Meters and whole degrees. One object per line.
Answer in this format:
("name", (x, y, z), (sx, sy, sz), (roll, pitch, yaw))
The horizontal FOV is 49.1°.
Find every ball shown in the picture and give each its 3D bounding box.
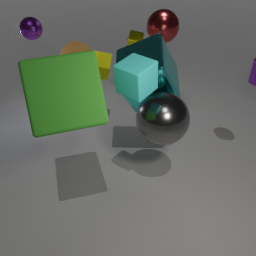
("ball", (1.496, -4.353, 12.011), (1.400, 1.400, 1.400), (0, 30, 0))
("ball", (-3.065, -3.146, 8.862), (0.700, 0.700, 0.700), (0, 30, 0))
("ball", (0.900, -0.238, 7.284), (1.400, 1.400, 1.400), (0, 30, 0))
("ball", (-2.138, -2.894, 11.702), (1.400, 1.400, 1.400), (0, 30, 0))

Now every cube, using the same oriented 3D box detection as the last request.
("cube", (0.361, -4.297, 13.877), (0.700, 0.700, 0.700), (13, 63, 1))
("cube", (0.565, -1.526, 7.993), (1.400, 1.400, 1.400), (-15, 52, 23))
("cube", (0.182, -1.117, 6.162), (0.700, 0.700, 0.700), (27, 51, 30))
("cube", (-1.283, -0.640, 5.741), (1.400, 1.400, 1.400), (-11, 3, -11))
("cube", (-1.000, -2.259, 10.146), (0.700, 0.700, 0.700), (9, 63, -7))

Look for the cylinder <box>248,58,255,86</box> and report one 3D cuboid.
("cylinder", (3.956, -1.629, 8.175), (0.700, 0.700, 0.700), (1, 33, -1))
